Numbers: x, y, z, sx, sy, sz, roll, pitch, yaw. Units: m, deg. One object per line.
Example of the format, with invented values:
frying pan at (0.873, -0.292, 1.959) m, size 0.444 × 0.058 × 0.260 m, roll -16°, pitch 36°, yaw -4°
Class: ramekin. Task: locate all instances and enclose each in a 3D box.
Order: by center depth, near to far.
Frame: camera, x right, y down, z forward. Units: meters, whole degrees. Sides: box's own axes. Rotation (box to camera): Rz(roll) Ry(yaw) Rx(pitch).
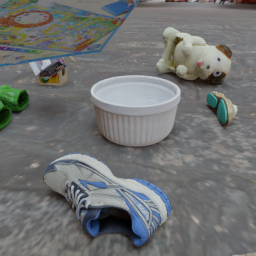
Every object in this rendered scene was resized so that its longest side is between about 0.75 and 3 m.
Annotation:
ramekin at (0.213, -0.510, 7.893) m, size 2.435 × 1.278 × 2.435 m, roll 0°, pitch 28°, yaw 0°

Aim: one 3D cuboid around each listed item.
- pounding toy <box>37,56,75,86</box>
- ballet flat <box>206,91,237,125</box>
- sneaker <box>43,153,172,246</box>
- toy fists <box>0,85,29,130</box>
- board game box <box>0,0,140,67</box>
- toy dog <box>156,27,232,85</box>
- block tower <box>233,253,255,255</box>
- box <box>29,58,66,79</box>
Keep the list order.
pounding toy at (-2.950, -2.613, 11.368) m, size 1.494 × 1.700 × 0.778 m, roll 5°, pitch 29°, yaw 9°
ballet flat at (3.081, -0.682, 8.884) m, size 0.649 × 0.700 × 1.987 m, roll 5°, pitch 30°, yaw -4°
sneaker at (-0.602, 1.248, 4.975) m, size 2.577 × 0.993 × 1.098 m, roll 13°, pitch 35°, yaw 24°
toy fists at (-4.166, -0.729, 8.808) m, size 1.220 × 0.823 × 2.393 m, roll 2°, pitch 29°, yaw 6°
board game box at (-0.972, -1.326, 2.803) m, size 2.717 × 0.465 × 1.826 m, roll -23°, pitch -8°, yaw -42°
toy dog at (3.007, -2.868, 12.064) m, size 2.765 × 1.990 × 2.851 m, roll 4°, pitch 22°, yaw -39°
block tower at (1.352, 2.114, 3.742) m, size 2.052 × 0.554 × 0.593 m, roll -2°, pitch 29°, yaw -6°
box at (-2.607, -2.243, 8.442) m, size 0.837 × 1.267 × 0.727 m, roll -30°, pitch -5°, yaw 7°
